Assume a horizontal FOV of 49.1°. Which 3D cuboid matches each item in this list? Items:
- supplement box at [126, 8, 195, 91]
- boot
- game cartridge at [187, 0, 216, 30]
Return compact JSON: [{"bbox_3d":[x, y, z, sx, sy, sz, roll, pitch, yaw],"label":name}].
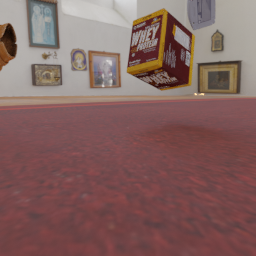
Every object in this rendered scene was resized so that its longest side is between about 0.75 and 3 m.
[{"bbox_3d":[1.232,-2.683,10.069,1.373,2.040,2.068,-4,-15,43],"label":"supplement box"},{"bbox_3d":[-4.212,-2.836,8.543,1.846,2.386,0.879,-17,0,33],"label":"boot"},{"bbox_3d":[2.350,-3.855,8.989,0.893,1.341,0.274,-19,48,0],"label":"game cartridge"}]
